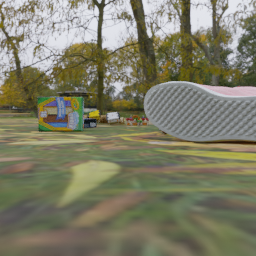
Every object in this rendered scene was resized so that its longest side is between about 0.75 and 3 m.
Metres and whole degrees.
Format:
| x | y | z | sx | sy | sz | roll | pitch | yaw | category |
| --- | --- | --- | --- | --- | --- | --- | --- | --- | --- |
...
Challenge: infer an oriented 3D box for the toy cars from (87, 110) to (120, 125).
| x | y | z | sx | sy | sz | roll | pitch | yaw | category |
| --- | --- | --- | --- | --- | --- | --- | --- | --- | --- |
| -1.295 | -0.487 | 15.002 | 2.782 | 0.616 | 1.247 | 9 | 23 | 43 | toy cars |

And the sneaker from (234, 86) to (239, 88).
| x | y | z | sx | sy | sz | roll | pitch | yaw | category |
| --- | --- | --- | --- | --- | --- | --- | --- | --- | --- |
| 3.577 | -0.817 | 11.033 | 2.835 | 1.594 | 1.010 | 1 | 3 | 14 | sneaker |

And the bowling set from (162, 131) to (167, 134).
| x | y | z | sx | sy | sz | roll | pitch | yaw | category |
| --- | --- | --- | --- | --- | --- | --- | --- | --- | --- |
| 1.221 | -0.053 | 6.993 | 0.530 | 0.687 | 0.987 | 37 | 35 | 16 | bowling set |

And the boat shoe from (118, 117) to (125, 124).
| x | y | z | sx | sy | sz | roll | pitch | yaw | category |
| --- | --- | --- | --- | --- | --- | --- | --- | --- | --- |
| -0.399 | -0.366 | 15.373 | 0.378 | 0.402 | 1.091 | -12 | 2 | 1 | boat shoe |

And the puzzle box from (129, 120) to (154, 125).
| x | y | z | sx | sy | sz | roll | pitch | yaw | category |
| --- | --- | --- | --- | --- | --- | --- | --- | --- | --- |
| 0.867 | -0.300 | 14.951 | 1.815 | 0.231 | 1.207 | -1 | 2 | -10 | puzzle box |

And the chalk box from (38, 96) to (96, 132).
| x | y | z | sx | sy | sz | roll | pitch | yaw | category |
| --- | --- | --- | --- | --- | --- | --- | --- | --- | --- |
| -1.847 | -0.431 | 8.672 | 1.677 | 1.039 | 1.047 | 1 | 3 | -7 | chalk box |

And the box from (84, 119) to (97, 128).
| x | y | z | sx | sy | sz | roll | pitch | yaw | category |
| --- | --- | --- | --- | --- | --- | --- | --- | --- | --- |
| -2.339 | -0.193 | 11.066 | 1.877 | 0.354 | 1.282 | -1 | 3 | -27 | box |

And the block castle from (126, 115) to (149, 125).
| x | y | z | sx | sy | sz | roll | pitch | yaw | category |
| --- | --- | --- | --- | --- | --- | --- | --- | --- | --- |
| 0.464 | -0.383 | 13.815 | 1.064 | 0.499 | 0.711 | -1 | 2 | -21 | block castle |

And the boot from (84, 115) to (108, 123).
| x | y | z | sx | sy | sz | roll | pitch | yaw | category |
| --- | --- | --- | --- | --- | --- | --- | --- | --- | --- |
| -1.760 | -0.513 | 16.101 | 1.898 | 0.628 | 1.662 | 0 | -11 | -22 | boot |

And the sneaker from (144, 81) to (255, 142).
| x | y | z | sx | sy | sz | roll | pitch | yaw | category |
| --- | --- | --- | --- | --- | --- | --- | --- | --- | --- |
| 1.784 | -0.289 | 5.300 | 2.786 | 1.048 | 1.456 | 8 | 9 | 29 | sneaker |
